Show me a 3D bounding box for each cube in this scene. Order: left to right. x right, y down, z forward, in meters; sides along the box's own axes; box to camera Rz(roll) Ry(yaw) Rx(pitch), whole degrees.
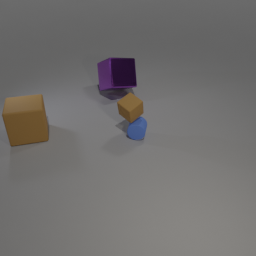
[{"bbox_3d":[-3.907,-0.334,10.822,1.400,1.400,1.400,-8,33,-13],"label":"cube"},{"bbox_3d":[-0.548,-2.617,13.781,1.400,1.400,1.400,-7,4,-31],"label":"cube"},{"bbox_3d":[0.098,-0.764,10.574,0.700,0.700,0.700,-39,59,-21],"label":"cube"}]

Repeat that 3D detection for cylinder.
[{"bbox_3d":[0.367,-0.001,10.960,0.700,0.700,0.700,5,33,8],"label":"cylinder"}]
